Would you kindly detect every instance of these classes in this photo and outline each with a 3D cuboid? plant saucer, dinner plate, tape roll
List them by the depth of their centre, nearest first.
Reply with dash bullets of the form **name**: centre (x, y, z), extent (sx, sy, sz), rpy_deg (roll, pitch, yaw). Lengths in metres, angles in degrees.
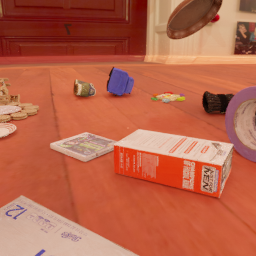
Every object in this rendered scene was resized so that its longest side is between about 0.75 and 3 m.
- **tape roll**: centre (2.980, -0.114, 6.107), extent (0.698, 1.642, 1.642), rpy_deg (-8, 19, -27)
- **dinner plate**: centre (-3.850, 0.125, 7.826), extent (1.376, 0.167, 1.376), rpy_deg (-1, 17, 0)
- **plant saucer**: centre (2.054, -3.631, 8.968), extent (1.980, 0.341, 1.980), rpy_deg (-24, -14, -7)

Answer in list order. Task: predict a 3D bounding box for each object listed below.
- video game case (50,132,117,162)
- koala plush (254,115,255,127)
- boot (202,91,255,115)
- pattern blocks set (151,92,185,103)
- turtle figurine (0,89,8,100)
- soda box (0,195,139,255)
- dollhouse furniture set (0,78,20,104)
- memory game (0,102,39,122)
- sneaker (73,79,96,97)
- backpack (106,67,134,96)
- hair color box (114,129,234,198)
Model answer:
- **video game case**: centre (-1.038, 0.426, 6.891), extent (1.305, 0.152, 1.186), rpy_deg (15, 23, 38)
- **koala plush**: centre (3.844, -0.005, 6.933), extent (1.260, 1.158, 1.118), rpy_deg (22, -11, -18)
- **boot**: centre (3.554, -0.826, 9.656), extent (1.591, 0.801, 2.128), rpy_deg (6, 6, -5)
- **pattern blocks set**: centre (1.822, -1.381, 12.583), extent (1.766, 0.143, 1.552), rpy_deg (-15, 23, -40)
- **turtle figurine**: centre (-5.559, -1.441, 11.492), extent (1.667, 0.839, 1.248), rpy_deg (-37, -4, -43)
- **soda box**: centre (-0.101, 1.499, 1.848), extent (2.790, 0.885, 0.952), rpy_deg (16, 23, 25)
- **dollhouse furniture set**: centre (-4.774, -1.384, 11.256), extent (0.616, 0.946, 0.869), rpy_deg (-4, 59, -9)
- **memory game**: centre (-4.566, -0.581, 10.036), extent (2.692, 0.171, 2.692), rpy_deg (0, 17, 0)
- **sneaker**: centre (-2.068, -1.847, 13.348), extent (0.946, 0.707, 2.108), rpy_deg (7, 12, -17)
- **backpack**: centre (-0.387, -2.130, 13.318), extent (1.263, 1.223, 1.505), rpy_deg (21, 9, -9)
- **hair color box**: centre (0.883, 0.604, 5.509), extent (2.071, 0.662, 1.149), rpy_deg (8, 19, 28)
